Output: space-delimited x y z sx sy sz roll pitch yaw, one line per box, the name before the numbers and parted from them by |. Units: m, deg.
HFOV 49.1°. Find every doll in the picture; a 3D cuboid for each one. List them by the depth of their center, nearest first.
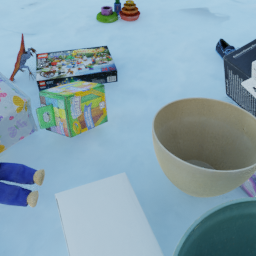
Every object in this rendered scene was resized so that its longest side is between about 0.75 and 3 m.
doll | -2.735 0.884 5.388 2.117 0.513 1.445 13 71 -5

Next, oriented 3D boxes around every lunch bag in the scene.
lunch bag | -3.989 -0.459 7.087 2.634 1.675 2.234 38 56 20

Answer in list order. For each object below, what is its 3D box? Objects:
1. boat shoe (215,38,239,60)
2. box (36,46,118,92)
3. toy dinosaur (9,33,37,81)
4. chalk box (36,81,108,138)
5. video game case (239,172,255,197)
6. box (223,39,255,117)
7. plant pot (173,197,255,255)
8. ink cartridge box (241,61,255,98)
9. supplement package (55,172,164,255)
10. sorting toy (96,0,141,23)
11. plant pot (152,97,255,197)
boat shoe | 3.671 -2.795 10.302 0.634 0.517 1.507 -17 47 -17
box | -1.787 -2.071 9.570 2.578 0.486 1.761 -10 45 -10
toy dinosaur | -3.648 -2.182 9.337 0.727 1.385 1.256 2 44 44
chalk box | -1.484 -0.471 7.080 1.059 1.064 1.711 14 29 36
video game case | 3.036 0.762 6.829 1.676 0.222 2.345 -22 49 -22
box | 4.348 -1.147 7.396 2.201 1.587 2.965 -30 49 -2
plant pot | 1.844 2.678 3.577 2.911 1.951 2.911 0 43 0
ink cartridge box | 3.536 -1.308 6.439 1.566 0.522 0.907 -28 49 0
supplement package | -0.378 1.944 5.015 1.411 1.005 1.812 -15 46 -15
sorting toy | -0.463 -5.494 12.870 2.068 0.849 1.243 -4 44 -4
plant pot | 1.588 0.583 6.009 2.272 1.525 2.272 1 40 -1
